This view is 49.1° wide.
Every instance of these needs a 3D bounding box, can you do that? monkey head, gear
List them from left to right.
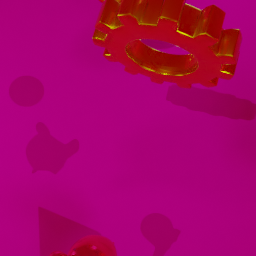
[{"bbox_3d":[-0.587,2.211,4.342,0.852,1.413,1.017,33,98,38],"label":"monkey head"},{"bbox_3d":[0.519,-1.146,3.999,2.016,2.016,0.373,16,81,2],"label":"gear"}]

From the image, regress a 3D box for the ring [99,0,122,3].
[{"bbox_3d":[-0.251,-2.900,5.218,1.215,0.243,1.215,13,121,22],"label":"ring"}]
